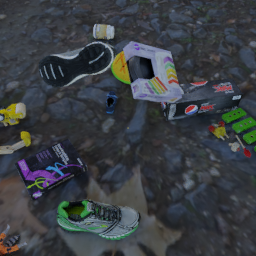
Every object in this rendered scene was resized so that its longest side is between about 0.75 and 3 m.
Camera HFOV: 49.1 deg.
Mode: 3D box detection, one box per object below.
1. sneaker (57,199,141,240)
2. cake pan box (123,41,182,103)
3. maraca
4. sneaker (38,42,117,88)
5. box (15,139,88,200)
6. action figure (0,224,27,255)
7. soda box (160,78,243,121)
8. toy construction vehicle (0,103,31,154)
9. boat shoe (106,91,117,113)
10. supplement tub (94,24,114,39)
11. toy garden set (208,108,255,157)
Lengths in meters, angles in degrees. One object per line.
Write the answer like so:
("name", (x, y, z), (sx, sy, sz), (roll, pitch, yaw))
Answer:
("sneaker", (-0.839, 2.534, 7.894), (2.419, 1.031, 0.944), (0, 49, -1))
("cake pan box", (0.796, -1.787, 9.156), (1.957, 0.512, 1.802), (2, 69, -39))
("maraca", (0.510, -2.575, 12.086), (2.521, 1.349, 1.729), (17, 73, 13))
("sneaker", (-1.452, -1.807, 8.059), (2.528, 0.934, 1.002), (-9, 17, 22))
("box", (-2.570, 1.301, 9.405), (1.999, 0.361, 1.429), (-26, 54, -23))
("action figure", (-3.322, 3.476, 7.511), (1.312, 0.686, 1.269), (45, 65, -1))
("soda box", (2.859, -1.163, 11.148), (2.996, 0.949, 1.060), (-8, 50, -7))
("toy construction vehicle", (-5.021, 0.114, 10.205), (2.729, 0.961, 2.376), (-14, 39, -15))
("boat shoe", (-0.654, -1.128, 11.477), (0.493, 0.402, 1.172), (-2, 49, -2))
("supplement tub", (-1.256, -5.031, 14.654), (0.989, 0.714, 0.714), (6, 49, 5))
("toy garden set", (4.133, 0.305, 10.267), (1.716, 0.411, 2.058), (-21, 53, -19))
